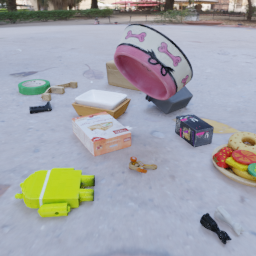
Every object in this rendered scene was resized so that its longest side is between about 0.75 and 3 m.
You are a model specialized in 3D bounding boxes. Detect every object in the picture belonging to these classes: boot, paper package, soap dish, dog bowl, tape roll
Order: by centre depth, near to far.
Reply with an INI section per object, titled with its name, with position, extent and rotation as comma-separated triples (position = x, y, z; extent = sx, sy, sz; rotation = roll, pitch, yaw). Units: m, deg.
[dog bowl]
position = 0.707, -2.037, 9.323
extent = 2.790, 2.790, 1.029
rotation = 27, 76, 43
[soap dish]
position = -1.168, -1.024, 12.587
extent = 2.128, 0.864, 1.674
rotation = 12, 29, 22
[boot]
position = -4.122, -0.970, 13.151
extent = 0.990, 0.325, 0.816
rotation = -13, 27, -15
[tape roll]
position = -5.253, -2.313, 15.736
extent = 1.721, 0.414, 1.721
rotation = 1, 26, 0
[paper package]
position = 0.507, -3.420, 16.796
extent = 2.703, 1.467, 2.836
rotation = 15, 31, 28

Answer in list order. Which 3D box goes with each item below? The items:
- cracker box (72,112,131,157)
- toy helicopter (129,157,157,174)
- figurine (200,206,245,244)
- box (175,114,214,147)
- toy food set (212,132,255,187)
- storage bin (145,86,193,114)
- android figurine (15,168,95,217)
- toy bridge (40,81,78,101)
[cracker box]
position = -1.032, 0.143, 10.454
extent = 1.475, 0.635, 2.203
rotation = -14, 30, -26
[toy helicopter]
position = 0.479, 1.200, 8.668
extent = 0.919, 0.362, 0.608
rotation = 5, 21, -12
[figurine]
position = 2.229, 2.274, 6.545
extent = 0.784, 0.338, 0.765
rotation = -15, 38, -29
[box]
position = 2.462, 0.062, 10.542
extent = 0.816, 0.708, 1.334
rotation = -11, 29, -21
[toy food set]
position = 3.937, 0.984, 8.765
extent = 2.521, 0.613, 2.495
rotation = -17, 31, -32
[storage bin]
position = 1.979, -1.438, 13.163
extent = 1.955, 1.423, 1.313
rotation = -20, 60, -36
[android figurine]
position = -1.947, 1.655, 7.616
extent = 2.087, 0.428, 1.899
rotation = -2, 26, -6
[toy bridge]
position = -3.868, -2.075, 15.314
extent = 0.884, 0.358, 2.631
rotation = 10, 28, 25
